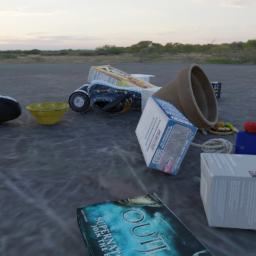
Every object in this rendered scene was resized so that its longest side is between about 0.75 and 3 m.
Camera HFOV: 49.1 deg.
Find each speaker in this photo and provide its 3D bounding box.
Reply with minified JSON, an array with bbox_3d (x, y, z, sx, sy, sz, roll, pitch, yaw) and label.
[{"bbox_3d":[-1.908,-1.323,12.187,0.921,0.921,2.268,1,15,2],"label":"speaker"}]

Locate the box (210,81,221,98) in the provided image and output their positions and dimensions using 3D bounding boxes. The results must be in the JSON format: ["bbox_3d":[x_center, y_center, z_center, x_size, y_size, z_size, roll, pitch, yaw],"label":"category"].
[{"bbox_3d":[4.051,-2.002,14.696,1.321,0.821,0.981,-6,17,-18],"label":"box"}]

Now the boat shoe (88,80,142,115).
[{"bbox_3d":[-0.244,-1.006,11.291,2.815,0.996,1.278,10,43,-22],"label":"boat shoe"}]

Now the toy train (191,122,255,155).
[{"bbox_3d":[2.763,0.373,6.254,2.523,1.068,1.460,8,8,27],"label":"toy train"}]

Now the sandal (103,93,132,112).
[{"bbox_3d":[-0.322,-0.878,10.192,0.567,0.361,1.507,-11,18,43],"label":"sandal"}]

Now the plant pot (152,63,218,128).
[{"bbox_3d":[1.660,-0.830,8.936,1.733,1.987,1.987,-17,4,35],"label":"plant pot"}]

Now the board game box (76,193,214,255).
[{"bbox_3d":[0.178,1.480,3.550,1.311,0.273,1.939,-6,17,-20],"label":"board game box"}]

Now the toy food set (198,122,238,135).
[{"bbox_3d":[2.885,-0.005,8.777,1.199,0.241,0.828,0,16,1],"label":"toy food set"}]

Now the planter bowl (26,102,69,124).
[{"bbox_3d":[-2.782,-0.484,9.804,1.441,0.600,1.441,0,17,0],"label":"planter bowl"}]

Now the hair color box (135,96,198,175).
[{"bbox_3d":[0.782,0.063,6.567,0.673,1.112,2.224,18,16,-11],"label":"hair color box"}]

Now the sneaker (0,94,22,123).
[{"bbox_3d":[-5.021,-0.379,9.268,2.814,1.066,1.232,0,35,2],"label":"sneaker"}]

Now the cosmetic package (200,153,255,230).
[{"bbox_3d":[2.202,0.955,4.301,2.030,0.915,1.084,-1,12,6],"label":"cosmetic package"}]

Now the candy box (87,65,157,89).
[{"bbox_3d":[-0.255,-2.099,13.415,2.934,0.811,1.694,27,24,19],"label":"candy box"}]

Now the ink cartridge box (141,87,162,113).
[{"bbox_3d":[1.953,-1.101,11.190,2.399,1.005,1.731,-12,20,-37],"label":"ink cartridge box"}]

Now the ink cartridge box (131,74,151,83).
[{"bbox_3d":[0.152,-2.647,16.706,2.776,0.935,1.626,-14,21,-40],"label":"ink cartridge box"}]
